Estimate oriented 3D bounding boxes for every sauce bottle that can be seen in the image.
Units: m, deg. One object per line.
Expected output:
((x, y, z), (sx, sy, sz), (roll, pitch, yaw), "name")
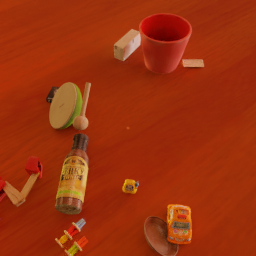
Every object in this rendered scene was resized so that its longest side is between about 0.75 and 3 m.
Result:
((-1.925, 1.548, 10.119), (0.948, 0.948, 2.931), (1, 55, 1), "sauce bottle")

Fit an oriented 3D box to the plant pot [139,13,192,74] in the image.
((1.696, -3.965, 13.519), (2.382, 2.108, 2.382), (0, 54, 0), "plant pot")

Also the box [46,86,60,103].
((-3.096, -1.473, 12.835), (1.051, 0.229, 0.842), (11, 54, 8), "box")

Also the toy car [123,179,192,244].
((0.893, 2.703, 9.262), (2.781, 0.925, 1.364), (19, 53, 13), "toy car")

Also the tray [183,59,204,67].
((3.308, -3.268, 14.247), (1.039, 0.115, 0.558), (0, 52, 0), "tray")

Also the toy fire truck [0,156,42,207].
((-4.223, 2.244, 9.796), (1.878, 0.649, 2.663), (3, 53, 2), "toy fire truck")

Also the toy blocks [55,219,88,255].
((-1.656, 3.516, 9.016), (0.878, 0.383, 1.054), (38, 62, 25), "toy blocks")

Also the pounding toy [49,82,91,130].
((-2.105, -0.783, 11.633), (2.584, 1.199, 1.995), (6, 80, 48), "pounding toy")

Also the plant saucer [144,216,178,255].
((0.990, 3.434, 8.813), (1.356, 0.248, 1.356), (30, 29, -19), "plant saucer")

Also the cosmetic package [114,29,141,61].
((-0.017, -4.327, 14.586), (0.616, 0.846, 1.664), (27, 58, 19), "cosmetic package")
